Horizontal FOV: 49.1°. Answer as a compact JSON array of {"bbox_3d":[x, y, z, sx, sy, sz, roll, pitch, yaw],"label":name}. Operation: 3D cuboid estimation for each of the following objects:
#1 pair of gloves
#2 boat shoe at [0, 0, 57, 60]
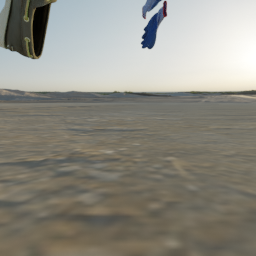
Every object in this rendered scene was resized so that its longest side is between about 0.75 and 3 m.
[{"bbox_3d":[0.701,-3.027,7.379,0.214,1.882,1.513,7,-19,-18],"label":"pair of gloves"},{"bbox_3d":[-1.491,-2.208,4.500,0.762,2.548,0.911,27,44,-11],"label":"boat shoe"}]
